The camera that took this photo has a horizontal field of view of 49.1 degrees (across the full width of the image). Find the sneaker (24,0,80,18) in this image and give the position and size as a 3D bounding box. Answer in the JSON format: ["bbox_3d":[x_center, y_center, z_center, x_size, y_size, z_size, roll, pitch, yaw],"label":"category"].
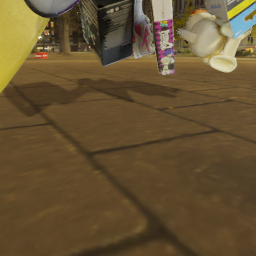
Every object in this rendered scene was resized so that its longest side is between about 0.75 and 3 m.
[{"bbox_3d":[-0.510,-2.461,3.490,0.866,2.327,1.019,36,-14,-26],"label":"sneaker"}]

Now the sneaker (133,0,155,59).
[{"bbox_3d":[0.539,-3.448,9.651,0.917,2.079,0.846,-4,41,6],"label":"sneaker"}]

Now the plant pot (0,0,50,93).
[{"bbox_3d":[-2.785,-2.540,5.240,2.208,2.503,2.503,-46,39,-5],"label":"plant pot"}]

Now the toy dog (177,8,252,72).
[{"bbox_3d":[2.320,-2.738,8.394,2.004,1.442,2.067,-1,35,-3],"label":"toy dog"}]

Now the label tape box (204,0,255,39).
[{"bbox_3d":[2.214,-3.040,5.850,1.368,1.897,0.600,-37,32,-19],"label":"label tape box"}]

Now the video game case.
[{"bbox_3d":[0.787,-2.917,6.519,0.447,2.496,2.263,-4,-28,10],"label":"video game case"}]

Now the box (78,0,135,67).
[{"bbox_3d":[-0.665,-3.266,8.494,1.130,2.110,1.566,-25,61,-15],"label":"box"}]
